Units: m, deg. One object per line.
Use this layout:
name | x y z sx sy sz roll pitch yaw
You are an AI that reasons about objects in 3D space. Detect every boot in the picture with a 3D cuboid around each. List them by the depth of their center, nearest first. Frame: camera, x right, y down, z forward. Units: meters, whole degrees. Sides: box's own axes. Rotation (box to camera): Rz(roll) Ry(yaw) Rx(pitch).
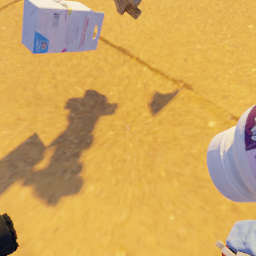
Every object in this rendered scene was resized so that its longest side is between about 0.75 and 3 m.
boot | -1.793 1.253 3.011 1.090 1.330 0.492 -19 54 -30

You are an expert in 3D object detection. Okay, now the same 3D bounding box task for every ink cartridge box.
ink cartridge box | -1.461 -2.319 6.425 1.756 1.011 0.596 -18 49 -43

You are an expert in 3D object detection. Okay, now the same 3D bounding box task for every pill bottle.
pill bottle | 2.364 0.213 3.417 1.583 2.819 1.583 10 67 -26

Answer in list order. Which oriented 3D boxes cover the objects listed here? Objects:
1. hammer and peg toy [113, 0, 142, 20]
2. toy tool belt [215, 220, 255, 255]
hammer and peg toy | 0.668 -4.148 6.882 1.023 2.134 2.901 39 99 -6
toy tool belt | 1.146 1.059 2.386 0.690 1.123 0.701 47 62 -16
